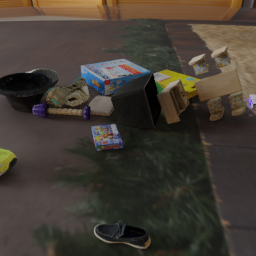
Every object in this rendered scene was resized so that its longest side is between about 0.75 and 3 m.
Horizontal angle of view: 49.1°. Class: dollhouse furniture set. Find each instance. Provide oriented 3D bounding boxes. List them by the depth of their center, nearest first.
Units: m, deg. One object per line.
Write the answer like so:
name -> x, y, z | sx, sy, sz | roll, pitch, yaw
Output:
dollhouse furniture set -> 2.565, -1.247, 9.795 | 2.540, 2.226, 1.687 | -15, 18, 32

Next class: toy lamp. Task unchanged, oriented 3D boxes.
toy lamp -> -2.423, -0.595, 10.188 | 2.052, 0.597, 0.597 | 4, 30, 5

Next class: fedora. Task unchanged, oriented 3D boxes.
fedora -> -4.029, -1.333, 10.934 | 2.403, 1.098, 2.403 | 0, 30, 0

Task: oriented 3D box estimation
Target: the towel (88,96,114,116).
towel -> -0.985, -0.913, 11.050 | 0.999, 0.260, 1.508 | 5, 30, 10

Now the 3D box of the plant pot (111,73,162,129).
plant pot -> 0.283, -0.882, 9.875 | 1.355, 1.528, 1.524 | -7, 28, 22

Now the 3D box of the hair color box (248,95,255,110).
hair color box -> 5.170, -1.008, 11.174 | 0.526, 0.312, 0.962 | 7, 28, 11

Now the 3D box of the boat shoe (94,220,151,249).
boat shoe -> -0.121, 2.097, 5.628 | 1.169, 0.364, 0.436 | 7, 32, 16

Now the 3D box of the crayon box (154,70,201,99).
crayon box -> 2.109, -1.841, 12.298 | 1.590, 0.636, 2.505 | -24, 36, -35

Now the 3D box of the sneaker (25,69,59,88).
sneaker -> -4.509, -2.216, 12.693 | 2.682, 0.999, 1.168 | -13, 27, -22

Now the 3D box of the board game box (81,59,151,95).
board game box -> -0.627, -2.522, 13.437 | 2.472, 0.705, 2.525 | -16, 33, -27

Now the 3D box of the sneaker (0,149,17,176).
sneaker -> -4.353, 0.565, 7.377 | 2.894, 1.307, 1.131 | 7, 29, 9

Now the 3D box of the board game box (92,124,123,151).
board game box -> -0.681, 0.273, 8.993 | 0.840, 0.214, 1.242 | -6, 30, -11

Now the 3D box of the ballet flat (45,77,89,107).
ballet flat -> -2.146, -1.314, 11.127 | 1.017, 0.916, 2.700 | 34, 27, 6
